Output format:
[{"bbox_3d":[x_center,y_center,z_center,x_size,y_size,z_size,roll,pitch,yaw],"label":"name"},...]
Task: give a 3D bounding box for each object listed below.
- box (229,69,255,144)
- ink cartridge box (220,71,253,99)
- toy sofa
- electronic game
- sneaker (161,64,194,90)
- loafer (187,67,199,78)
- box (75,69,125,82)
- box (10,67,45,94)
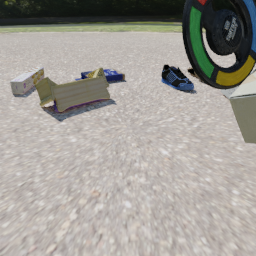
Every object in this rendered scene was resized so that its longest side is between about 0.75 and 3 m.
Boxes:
[{"bbox_3d":[2.955,-0.741,5.318,2.278,1.082,0.886,-39,23,-33],"label":"box"},{"bbox_3d":[4.989,-1.493,10.748,2.140,0.897,1.879,-3,28,-6],"label":"ink cartridge box"},{"bbox_3d":[-2.030,-1.408,10.673,2.614,1.276,1.083,-22,8,-38],"label":"toy sofa"},{"bbox_3d":[2.282,-2.237,6.579,2.652,2.652,0.552,-16,13,-30],"label":"electronic game"},{"bbox_3d":[2.186,-2.300,12.595,0.749,0.832,2.135,-13,28,-27],"label":"sneaker"},{"bbox_3d":[3.529,-2.720,13.765,0.723,0.826,2.298,-17,19,3],"label":"loafer"},{"bbox_3d":[-1.399,-2.520,13.679,2.182,0.354,1.321,-14,28,-25],"label":"box"},{"bbox_3d":[-4.518,-2.238,12.810,0.532,0.570,2.749,1,24,3],"label":"box"}]
